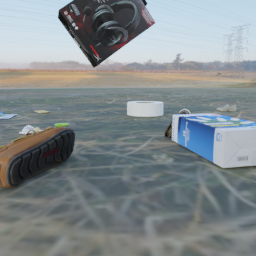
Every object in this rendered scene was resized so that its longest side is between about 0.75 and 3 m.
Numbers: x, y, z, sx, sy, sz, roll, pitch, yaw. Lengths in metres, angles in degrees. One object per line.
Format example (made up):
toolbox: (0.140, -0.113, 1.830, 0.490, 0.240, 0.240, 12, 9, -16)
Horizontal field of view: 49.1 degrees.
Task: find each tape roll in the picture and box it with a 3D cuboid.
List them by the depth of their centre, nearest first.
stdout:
tape roll: (0.637, -0.723, 10.398, 1.361, 0.476, 1.361, 0, 10, 0)

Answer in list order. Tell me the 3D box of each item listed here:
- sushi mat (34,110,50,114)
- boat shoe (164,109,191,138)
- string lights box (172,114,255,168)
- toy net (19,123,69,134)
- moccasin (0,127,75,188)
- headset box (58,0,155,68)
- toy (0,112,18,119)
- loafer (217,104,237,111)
sushi mat: (-3.448, -0.650, 11.230, 0.397, 0.050, 0.831, -7, 12, -34)
boat shoe: (1.073, -0.068, 6.154, 0.298, 0.829, 0.269, 42, 38, 7)
string lights box: (1.622, 0.141, 5.043, 1.015, 0.582, 1.976, -2, 10, -13)
toy net: (-2.056, -0.002, 6.953, 1.201, 0.232, 0.630, -1, 10, -6)
moccasin: (-1.356, 0.339, 4.077, 0.664, 0.629, 1.721, 13, 23, 20)
headset box: (-0.520, -3.161, 8.057, 2.369, 1.763, 0.915, -37, 15, -7)
toy: (-5.085, -0.616, 9.760, 2.087, 0.493, 1.202, -1, 10, -6)
loafer: (4.106, -0.848, 11.663, 0.841, 0.294, 0.294, -2, 10, -10)
